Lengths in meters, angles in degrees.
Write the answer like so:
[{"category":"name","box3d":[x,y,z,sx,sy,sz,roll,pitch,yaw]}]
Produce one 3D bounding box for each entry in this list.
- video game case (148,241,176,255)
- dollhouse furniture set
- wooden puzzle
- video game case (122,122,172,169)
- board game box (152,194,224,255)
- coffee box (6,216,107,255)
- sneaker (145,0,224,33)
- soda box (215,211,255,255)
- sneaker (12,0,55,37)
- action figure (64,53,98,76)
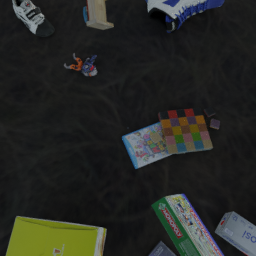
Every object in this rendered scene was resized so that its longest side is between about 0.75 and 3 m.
[{"category":"video game case","box3d":[1.123,4.125,7.648,1.630,0.155,1.165,41,74,15]},{"category":"dollhouse furniture set","box3d":[-1.298,-3.394,6.999,1.248,1.241,1.770,-1,98,34]},{"category":"wooden puzzle","box3d":[1.863,0.083,9.088,2.481,0.174,1.471,-6,67,-10]},{"category":"video game case","box3d":[0.754,0.502,9.041,1.607,0.143,1.150,-21,71,-8]},{"category":"board game box","box3d":[1.267,2.108,4.741,0.304,1.404,2.086,-38,68,14]},{"category":"coffee box","box3d":[-1.734,3.385,6.935,2.011,1.988,2.007,7,69,3]},{"category":"sneaker","box3d":[2.033,-4.401,10.471,2.985,1.206,1.724,1,73,8]},{"category":"soda box","box3d":[3.557,3.225,7.675,2.160,0.737,0.685,34,73,12]},{"category":"sneaker","box3d":[-3.630,-4.219,10.466,2.047,0.906,0.758,38,72,12]},{"category":"action figure","box3d":[-1.552,-2.223,9.989,1.091,0.590,1.128,28,46,3]}]
